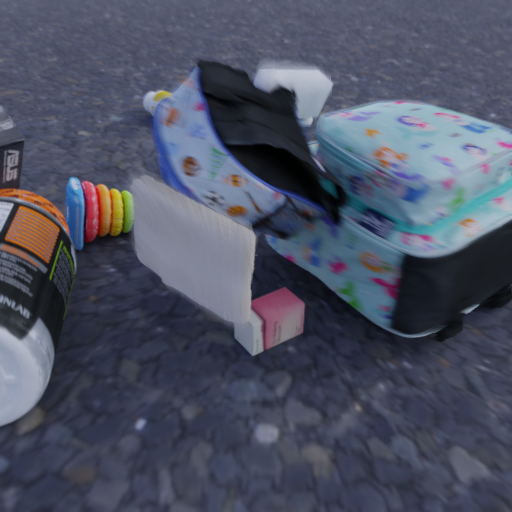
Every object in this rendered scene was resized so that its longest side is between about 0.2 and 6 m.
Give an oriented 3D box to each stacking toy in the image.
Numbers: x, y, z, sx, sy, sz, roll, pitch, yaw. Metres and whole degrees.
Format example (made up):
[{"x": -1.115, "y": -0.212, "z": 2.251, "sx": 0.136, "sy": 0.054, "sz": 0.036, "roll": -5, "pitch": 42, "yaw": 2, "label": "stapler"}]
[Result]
[{"x": -2.388, "y": -0.787, "z": 10.111, "sx": 1.961, "sy": 1.076, "sz": 1.138, "roll": -1, "pitch": 29, "yaw": -24, "label": "stacking toy"}]

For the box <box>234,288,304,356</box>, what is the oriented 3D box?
[{"x": 0.181, "y": 0.901, "z": 7.764, "sx": 0.881, "sy": 0.563, "sz": 0.480, "roll": -21, "pitch": 39, "yaw": -28, "label": "box"}]

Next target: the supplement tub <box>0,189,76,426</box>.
[{"x": -3.396, "y": 0.478, "z": 7.220, "sx": 1.894, "sy": 1.894, "sz": 3.090, "roll": -4, "pitch": 33, "yaw": -6, "label": "supplement tub"}]

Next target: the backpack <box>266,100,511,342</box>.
[{"x": 1.986, "y": -0.826, "z": 8.602, "sx": 3.282, "sy": 2.783, "sz": 3.697, "roll": -22, "pitch": 34, "yaw": -33, "label": "backpack"}]

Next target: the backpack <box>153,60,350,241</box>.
[{"x": -0.252, "y": -1.273, "z": 6.933, "sx": 2.157, "sy": 1.744, "sz": 2.264, "roll": 22, "pitch": 40, "yaw": -53, "label": "backpack"}]

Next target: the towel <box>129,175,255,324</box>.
[{"x": -0.742, "y": -0.090, "z": 6.147, "sx": 1.752, "sy": 1.161, "sz": 0.302, "roll": 28, "pitch": 42, "yaw": 29, "label": "towel"}]

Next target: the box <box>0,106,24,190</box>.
[{"x": -4.758, "y": -0.722, "z": 8.220, "sx": 2.375, "sy": 2.947, "sz": 0.724, "roll": -32, "pitch": 79, "yaw": -37, "label": "box"}]

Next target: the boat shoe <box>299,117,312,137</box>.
[{"x": 0.662, "y": -2.298, "z": 10.125, "sx": 0.619, "sy": 0.586, "sz": 1.770, "roll": 11, "pitch": 14, "yaw": -9, "label": "boat shoe"}]

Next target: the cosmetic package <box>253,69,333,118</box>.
[{"x": 0.516, "y": -2.505, "z": 8.678, "sx": 1.271, "sy": 0.646, "sz": 0.471, "roll": -12, "pitch": 52, "yaw": -38, "label": "cosmetic package"}]

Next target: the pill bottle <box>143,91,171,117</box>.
[{"x": -2.362, "y": -3.955, "z": 14.886, "sx": 1.331, "sy": 0.746, "sz": 0.746, "roll": 25, "pitch": 41, "yaw": 33, "label": "pill bottle"}]
